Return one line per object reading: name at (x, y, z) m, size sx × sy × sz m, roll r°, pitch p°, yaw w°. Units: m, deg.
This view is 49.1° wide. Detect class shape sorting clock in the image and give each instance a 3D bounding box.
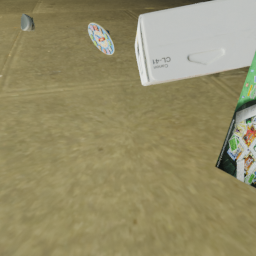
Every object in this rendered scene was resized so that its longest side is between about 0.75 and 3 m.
shape sorting clock at (-0.903, -2.952, 9.338) m, size 1.211 × 1.211 × 0.238 m, roll 30°, pitch 62°, yaw 37°

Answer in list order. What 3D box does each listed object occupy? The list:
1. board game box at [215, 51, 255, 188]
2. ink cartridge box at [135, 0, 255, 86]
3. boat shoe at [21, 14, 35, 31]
board game box at (1.735, -0.161, 3.365) m, size 0.210 × 1.789 × 0.937 m, roll 8°, pitch 14°, yaw -34°
ink cartridge box at (1.262, -1.668, 6.001) m, size 2.105 × 1.221 × 2.852 m, roll -10°, pitch 6°, yaw 1°
boat shoe at (-3.187, -3.353, 8.998) m, size 0.438 × 0.504 × 1.366 m, roll 1°, pitch 14°, yaw -25°
